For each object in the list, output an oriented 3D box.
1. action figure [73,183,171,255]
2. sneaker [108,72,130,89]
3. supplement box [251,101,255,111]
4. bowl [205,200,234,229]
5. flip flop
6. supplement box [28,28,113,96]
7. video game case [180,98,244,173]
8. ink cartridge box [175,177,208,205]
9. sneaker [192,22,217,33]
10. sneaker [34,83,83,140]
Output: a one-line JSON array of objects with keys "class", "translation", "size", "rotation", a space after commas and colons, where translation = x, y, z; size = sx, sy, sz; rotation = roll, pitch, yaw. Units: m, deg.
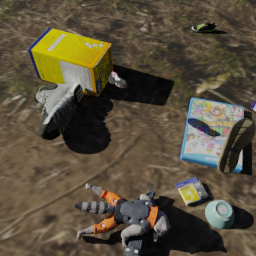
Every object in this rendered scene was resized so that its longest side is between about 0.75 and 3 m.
[{"class": "action figure", "translation": [-0.144, 2.622, 7.438], "size": [2.523, 1.364, 2.608], "rotation": [1, 54, 12]}, {"class": "sneaker", "translation": [-0.282, -1.446, 8.888], "size": [0.355, 0.381, 0.883], "rotation": [-51, 52, 11]}, {"class": "supplement box", "translation": [5.514, -0.698, 10.168], "size": [0.825, 0.807, 1.596], "rotation": [-34, 60, -22]}, {"class": "bowl", "translation": [2.708, 2.430, 8.088], "size": [0.849, 0.444, 0.849], "rotation": [1, 54, -1]}, {"class": "flip flop", "translation": [2.709, 0.439, 7.167], "size": [0.615, 0.437, 1.518], "rotation": [21, 98, -2]}, {"class": "supplement box", "translation": [-2.187, -2.640, 11.142], "size": [2.834, 1.543, 1.552], "rotation": [19, 56, 13]}, {"class": "video game case", "translation": [3.039, 0.138, 9.903], "size": [1.973, 0.245, 2.757], "rotation": [12, 55, 9]}, {"class": "ink cartridge box", "translation": [1.966, 1.912, 8.644], "size": [0.744, 0.177, 0.753], "rotation": [-17, 57, -12]}, {"class": "sneaker", "translation": [3.674, -4.913, 13.489], "size": [1.178, 0.488, 0.423], "rotation": [0, 53, 0]}, {"class": "sneaker", "translation": [-2.864, -0.701, 10.165], "size": [1.601, 1.040, 2.772], "rotation": [12, 44, 14]}]
